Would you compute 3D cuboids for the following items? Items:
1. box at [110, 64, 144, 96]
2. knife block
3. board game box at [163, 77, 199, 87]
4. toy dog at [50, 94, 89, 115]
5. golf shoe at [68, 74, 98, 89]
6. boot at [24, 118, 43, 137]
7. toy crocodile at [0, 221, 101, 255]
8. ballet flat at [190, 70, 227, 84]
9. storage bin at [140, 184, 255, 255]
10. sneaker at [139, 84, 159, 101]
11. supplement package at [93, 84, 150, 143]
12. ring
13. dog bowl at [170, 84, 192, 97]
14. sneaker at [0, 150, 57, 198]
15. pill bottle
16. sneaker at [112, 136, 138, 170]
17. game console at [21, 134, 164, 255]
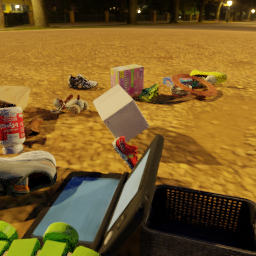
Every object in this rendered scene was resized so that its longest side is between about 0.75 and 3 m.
[{"bbox_3d":[-0.020,-2.339,13.881,1.550,1.364,0.750,-18,30,-33],"label":"box"},{"bbox_3d":[-4.551,-0.733,10.781,2.483,0.905,2.828,35,25,30],"label":"knife block"},{"bbox_3d":[2.959,-2.593,15.641,1.631,0.367,1.241,-10,26,-21],"label":"board game box"},{"bbox_3d":[-2.497,-1.120,11.915,1.633,0.786,1.077,3,25,6],"label":"toy dog"},{"bbox_3d":[-2.408,-2.515,15.019,1.626,0.768,0.632,-1,24,-7],"label":"golf shoe"},{"bbox_3d":[-3.334,-0.005,9.970,0.994,0.381,0.772,-22,32,-39],"label":"boot"},{"bbox_3d":[-1.778,2.229,4.622,2.979,0.920,1.005,-1,26,10],"label":"toy crocodile"},{"bbox_3d":[4.427,-2.783,15.829,2.262,0.756,0.758,21,53,43],"label":"ballet flat"},{"bbox_3d":[1.303,1.916,5.116,2.006,0.940,1.356,8,26,15],"label":"storage bin"},{"bbox_3d":[1.044,-1.799,13.615,0.692,0.613,1.656,15,28,21],"label":"sneaker"},{"bbox_3d":[-0.280,-0.498,9.607,1.182,1.167,1.949,-34,28,0],"label":"supplement package"},{"bbox_3d":[3.324,-2.152,14.228,2.418,0.232,2.418,11,33,-7],"label":"ring"},{"bbox_3d":[2.641,-1.886,14.063,1.097,0.404,1.097,-1,24,0],"label":"dog bowl"},{"bbox_3d":[-2.954,1.225,6.657,2.587,0.956,1.026,-12,34,-23],"label":"sneaker"},{"bbox_3d":[-3.312,0.070,7.898,0.720,1.282,0.720,-5,6,1],"label":"pill bottle"},{"bbox_3d":[0.109,0.731,7.499,0.516,1.215,0.468,-40,9,4],"label":"sneaker"},{"bbox_3d":[-0.617,1.244,5.860,1.634,2.469,2.807,30,28,-2],"label":"game console"}]
